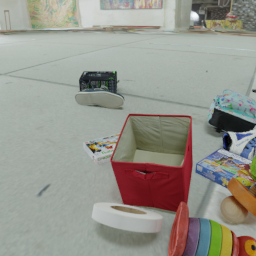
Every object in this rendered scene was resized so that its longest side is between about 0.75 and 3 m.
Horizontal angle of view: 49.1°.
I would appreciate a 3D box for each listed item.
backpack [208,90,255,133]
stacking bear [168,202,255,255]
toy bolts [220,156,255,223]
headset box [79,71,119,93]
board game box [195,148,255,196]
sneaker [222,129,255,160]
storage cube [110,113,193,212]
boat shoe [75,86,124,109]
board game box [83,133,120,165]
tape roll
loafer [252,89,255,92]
[{"bbox_3d":[4.088,-0.612,10.970,1.782,1.511,2.008,21,21,8],"label":"backpack"},{"bbox_3d":[1.751,2.298,5.489,1.747,0.994,1.061,14,46,6],"label":"stacking bear"},{"bbox_3d":[3.356,2.077,6.018,2.273,1.650,2.379,38,10,-13],"label":"toy bolts"},{"bbox_3d":[-1.507,-2.457,15.396,2.075,0.963,1.807,0,25,1],"label":"headset box"},{"bbox_3d":[3.241,1.321,8.166,1.407,0.358,2.079,-22,33,-38],"label":"board game box"},{"bbox_3d":[3.947,0.389,9.577,1.197,0.837,2.073,21,34,33],"label":"sneaker"},{"bbox_3d":[0.723,0.836,6.994,1.656,1.741,1.937,3,41,18],"label":"storage cube"},{"bbox_3d":[-1.296,-1.478,13.451,2.561,0.959,0.792,1,35,24],"label":"boat shoe"},{"bbox_3d":[-0.472,0.645,9.629,1.832,0.317,1.157,-14,30,-27],"label":"board game box"},{"bbox_3d":[-0.013,1.913,6.072,1.549,0.283,1.549,10,-7,1],"label":"tape roll"},{"bbox_3d":[7.272,-2.116,15.452,0.829,0.300,0.302,1,26,4],"label":"loafer"}]
